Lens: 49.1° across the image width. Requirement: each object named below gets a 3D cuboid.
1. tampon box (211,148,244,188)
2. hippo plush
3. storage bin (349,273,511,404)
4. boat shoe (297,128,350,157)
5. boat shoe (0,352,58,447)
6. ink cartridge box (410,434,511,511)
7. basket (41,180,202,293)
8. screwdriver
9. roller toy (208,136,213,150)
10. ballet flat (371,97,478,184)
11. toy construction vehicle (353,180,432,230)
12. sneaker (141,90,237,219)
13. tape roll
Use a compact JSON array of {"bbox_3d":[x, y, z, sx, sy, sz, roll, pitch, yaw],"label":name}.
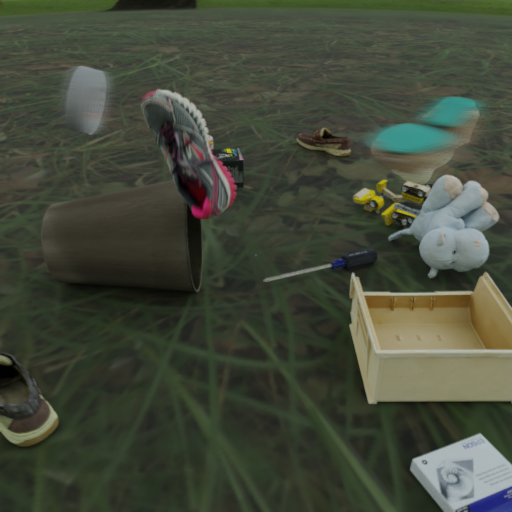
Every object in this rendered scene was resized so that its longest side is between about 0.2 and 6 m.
[{"bbox_3d":[-0.949,-2.206,14.149,1.197,0.755,0.897,-4,31,-7],"label":"tampon box"},{"bbox_3d":[3.581,-0.535,10.498,1.983,1.580,1.595,6,30,10],"label":"hippo plush"},{"bbox_3d":[2.575,1.108,8.269,2.127,0.997,2.111,-1,31,0],"label":"storage bin"},{"bbox_3d":[1.968,-3.414,16.301,0.656,0.654,1.818,-26,39,-37],"label":"boat shoe"},{"bbox_3d":[-3.527,1.647,7.573,2.348,0.761,0.860,20,36,31],"label":"boat shoe"},{"bbox_3d":[2.523,2.630,6.444,1.063,0.216,1.065,-12,33,-20],"label":"ink cartridge box"},{"bbox_3d":[-2.336,-0.308,10.051,2.530,1.721,2.281,-5,55,2],"label":"basket"},{"bbox_3d":[1.242,0.258,10.418,2.389,0.333,0.348,-16,65,-23],"label":"screwdriver"},{"bbox_3d":[-1.528,-3.301,16.358,0.532,0.408,0.583,-2,30,-4],"label":"roller toy"},{"bbox_3d":[2.580,-1.603,8.408,0.904,0.893,2.656,31,45,33],"label":"ballet flat"},{"bbox_3d":[3.184,-1.161,12.685,1.701,0.599,1.481,23,48,38],"label":"toy construction vehicle"},{"bbox_3d":[-1.058,-1.547,8.484,0.841,2.085,0.778,-27,11,37],"label":"sneaker"},{"bbox_3d":[-3.446,-3.146,11.377,0.429,1.297,1.297,12,30,-4],"label":"tape roll"}]
